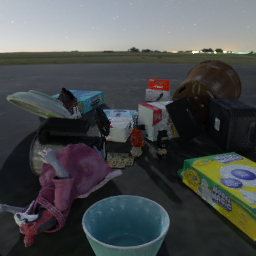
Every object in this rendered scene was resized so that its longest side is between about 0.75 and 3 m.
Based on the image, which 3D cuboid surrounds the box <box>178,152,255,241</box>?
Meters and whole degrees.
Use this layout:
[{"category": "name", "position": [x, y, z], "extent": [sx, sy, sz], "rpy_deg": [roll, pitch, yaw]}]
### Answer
[{"category": "box", "position": [2.523, 1.294, 6.479], "extent": [1.668, 0.687, 2.842], "rpy_deg": [-6, 17, -21]}]

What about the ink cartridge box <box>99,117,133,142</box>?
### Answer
[{"category": "ink cartridge box", "position": [-0.434, 0.024, 10.760], "extent": [1.029, 0.597, 1.394], "rpy_deg": [3, 19, 11]}]

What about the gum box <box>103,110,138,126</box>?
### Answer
[{"category": "gum box", "position": [-0.389, -0.490, 12.809], "extent": [1.716, 0.382, 1.458], "rpy_deg": [1, 17, 2]}]

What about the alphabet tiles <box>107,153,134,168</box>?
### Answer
[{"category": "alphabet tiles", "position": [-0.452, 0.978, 8.579], "extent": [1.244, 0.039, 1.035], "rpy_deg": [2, 17, 7]}]

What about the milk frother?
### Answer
[{"category": "milk frother", "position": [-1.471, 0.344, 7.764], "extent": [1.816, 1.742, 1.931], "rpy_deg": [3, 17, 6]}]

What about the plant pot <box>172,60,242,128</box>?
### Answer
[{"category": "plant pot", "position": [3.349, -1.407, 12.429], "extent": [2.720, 2.720, 2.692], "rpy_deg": [10, 28, 30]}]

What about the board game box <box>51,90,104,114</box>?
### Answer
[{"category": "board game box", "position": [-2.892, -1.504, 15.566], "extent": [2.263, 0.703, 2.997], "rpy_deg": [4, 17, 14]}]

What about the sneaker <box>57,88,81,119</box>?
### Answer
[{"category": "sneaker", "position": [-3.317, -1.248, 13.473], "extent": [2.490, 1.438, 0.942], "rpy_deg": [8, 19, 26]}]

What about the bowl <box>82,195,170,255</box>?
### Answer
[{"category": "bowl", "position": [-0.027, 1.801, 4.660], "extent": [1.417, 0.741, 1.417], "rpy_deg": [-1, 17, 0]}]

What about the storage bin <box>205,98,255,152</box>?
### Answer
[{"category": "storage bin", "position": [3.589, -0.165, 9.874], "extent": [1.019, 1.469, 2.173], "rpy_deg": [0, 17, -2]}]

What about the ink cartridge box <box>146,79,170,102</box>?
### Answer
[{"category": "ink cartridge box", "position": [1.791, -2.251, 16.940], "extent": [1.546, 1.342, 0.337], "rpy_deg": [12, 21, 35]}]

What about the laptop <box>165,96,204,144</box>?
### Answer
[{"category": "laptop", "position": [2.153, -0.343, 10.701], "extent": [1.636, 1.532, 0.948], "rpy_deg": [-25, -2, -25]}]

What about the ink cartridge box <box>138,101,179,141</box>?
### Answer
[{"category": "ink cartridge box", "position": [1.368, -0.319, 10.810], "extent": [1.654, 1.202, 1.196], "rpy_deg": [-8, 19, -26]}]

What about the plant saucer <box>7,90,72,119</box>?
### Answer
[{"category": "plant saucer", "position": [-3.460, -0.934, 11.479], "extent": [2.755, 0.692, 2.755], "rpy_deg": [19, -9, 3]}]

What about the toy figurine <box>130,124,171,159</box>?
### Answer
[{"category": "toy figurine", "position": [0.743, 0.426, 9.096], "extent": [1.292, 0.899, 1.272], "rpy_deg": [1, 11, 10]}]

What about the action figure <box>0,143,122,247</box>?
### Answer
[{"category": "action figure", "position": [-1.445, 1.424, 5.785], "extent": [1.722, 1.915, 2.571], "rpy_deg": [-40, 17, 26]}]
